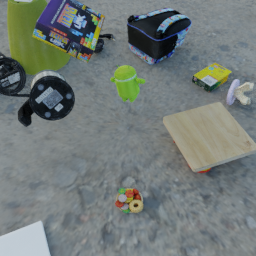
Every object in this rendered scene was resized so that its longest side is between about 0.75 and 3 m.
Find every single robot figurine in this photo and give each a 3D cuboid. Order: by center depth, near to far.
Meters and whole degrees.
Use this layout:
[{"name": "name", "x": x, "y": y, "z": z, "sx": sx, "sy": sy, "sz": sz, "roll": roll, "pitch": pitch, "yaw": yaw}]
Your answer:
[{"name": "robot figurine", "x": -0.033, "y": -1.437, "z": 8.922, "sx": 1.076, "sy": 1.226, "sz": 0.709, "roll": 8, "pitch": 41, "yaw": 29}]

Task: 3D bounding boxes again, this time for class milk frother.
[{"name": "milk frother", "x": -2.517, "y": -1.169, "z": 7.508, "sx": 1.705, "sy": 1.889, "sz": 1.777, "roll": -26, "pitch": 23, "yaw": -10}]

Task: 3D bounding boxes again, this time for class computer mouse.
[{"name": "computer mouse", "x": -1.218, "y": -4.008, "z": 13.370, "sx": 1.274, "sy": 0.418, "sz": 1.815, "roll": -5, "pitch": 40, "yaw": -4}]

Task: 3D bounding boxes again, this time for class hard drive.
[{"name": "hard drive", "x": -2.926, "y": 3.223, "z": 6.886, "sx": 1.880, "sy": 0.238, "sz": 1.240, "roll": -18, "pitch": 50, "yaw": -16}]

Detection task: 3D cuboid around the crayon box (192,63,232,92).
[{"name": "crayon box", "x": 3.500, "y": -2.125, "z": 11.646, "sx": 1.454, "sy": 0.369, "sz": 0.923, "roll": -32, "pitch": 55, "yaw": -25}]

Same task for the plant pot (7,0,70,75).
[{"name": "plant pot", "x": -3.961, "y": -4.172, "z": 11.868, "sx": 2.614, "sy": 2.794, "sz": 2.614, "roll": 0, "pitch": 47, "yaw": 0}]

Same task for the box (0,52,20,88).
[{"name": "box", "x": -5.916, "y": -2.091, "z": 11.435, "sx": 2.494, "sy": 0.621, "sz": 1.967, "roll": -33, "pitch": 55, "yaw": -26}]

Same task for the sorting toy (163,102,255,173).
[{"name": "sorting toy", "x": 2.549, "y": 0.371, "z": 9.114, "sx": 2.193, "sy": 0.768, "sz": 2.207, "roll": -15, "pitch": 50, "yaw": -13}]

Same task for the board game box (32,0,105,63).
[{"name": "board game box", "x": -1.835, "y": -3.364, "z": 9.166, "sx": 1.843, "sy": 0.632, "sz": 2.229, "roll": 24, "pitch": 46, "yaw": -18}]

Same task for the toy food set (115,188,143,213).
[{"name": "toy food set", "x": 0.034, "y": 2.056, "z": 7.978, "sx": 0.791, "sy": 0.194, "sz": 0.799, "roll": -1, "pitch": 48, "yaw": 0}]

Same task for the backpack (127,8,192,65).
[{"name": "backpack", "x": 1.488, "y": -4.306, "z": 12.714, "sx": 2.534, "sy": 1.705, "sz": 2.314, "roll": -33, "pitch": 56, "yaw": -25}]

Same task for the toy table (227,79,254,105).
[{"name": "toy table", "x": 4.251, "y": -1.312, "z": 10.568, "sx": 0.676, "sy": 1.062, "sz": 1.155, "roll": 14, "pitch": 69, "yaw": 33}]
